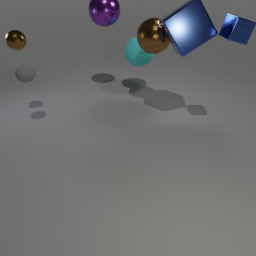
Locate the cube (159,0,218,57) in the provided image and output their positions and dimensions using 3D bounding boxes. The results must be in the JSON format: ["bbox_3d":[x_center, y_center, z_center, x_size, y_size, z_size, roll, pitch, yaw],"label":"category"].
[{"bbox_3d":[2.089,-3.573,9.968,1.400,1.400,1.400,-32,17,12],"label":"cube"}]

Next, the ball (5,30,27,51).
[{"bbox_3d":[-3.940,-3.092,9.869,0.700,0.700,0.700,0,31,0],"label":"ball"}]

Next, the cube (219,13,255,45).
[{"bbox_3d":[3.455,-3.138,8.885,0.700,0.700,0.700,9,29,-17],"label":"cube"}]

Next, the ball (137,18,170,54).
[{"bbox_3d":[1.047,-3.709,11.313,1.400,1.400,1.400,0,31,0],"label":"ball"}]

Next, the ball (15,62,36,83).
[{"bbox_3d":[-3.627,-1.957,9.890,0.700,0.700,0.700,0,31,0],"label":"ball"}]

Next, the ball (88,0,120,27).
[{"bbox_3d":[-1.036,-5.194,12.320,1.400,1.400,1.400,0,31,0],"label":"ball"}]

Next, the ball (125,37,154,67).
[{"bbox_3d":[0.538,-3.653,13.415,1.400,1.400,1.400,0,31,0],"label":"ball"}]
